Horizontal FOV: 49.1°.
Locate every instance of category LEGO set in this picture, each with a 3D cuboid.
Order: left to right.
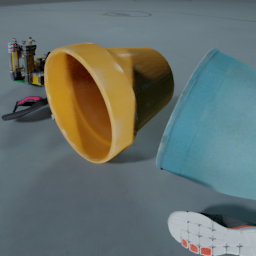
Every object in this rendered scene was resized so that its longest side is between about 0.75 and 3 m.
[{"bbox_3d":[-2.901,-2.417,9.917,2.647,1.533,2.035,17,25,26],"label":"LEGO set"}]

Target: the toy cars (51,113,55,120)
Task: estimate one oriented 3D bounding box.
[{"bbox_3d":[-1.580,-0.772,8.281,1.152,0.569,2.570,4,31,5],"label":"toy cars"}]

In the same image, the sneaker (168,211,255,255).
[{"bbox_3d":[1.354,1.563,4.220,1.497,0.577,0.613,11,4,14],"label":"sneaker"}]

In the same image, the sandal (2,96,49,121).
[{"bbox_3d":[-2.737,-0.702,7.978,1.925,0.434,0.723,-32,12,-38],"label":"sandal"}]

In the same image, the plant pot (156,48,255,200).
[{"bbox_3d":[2.142,0.176,5.098,2.362,2.513,2.513,27,38,18],"label":"plant pot"}]

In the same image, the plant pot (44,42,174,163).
[{"bbox_3d":[-0.259,-0.803,6.356,2.264,2.473,2.473,-27,40,-34],"label":"plant pot"}]
